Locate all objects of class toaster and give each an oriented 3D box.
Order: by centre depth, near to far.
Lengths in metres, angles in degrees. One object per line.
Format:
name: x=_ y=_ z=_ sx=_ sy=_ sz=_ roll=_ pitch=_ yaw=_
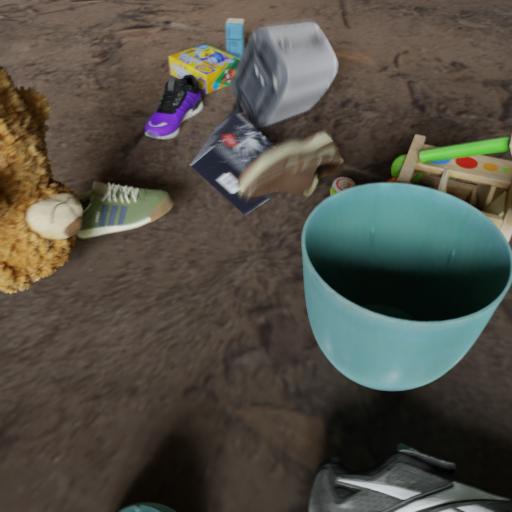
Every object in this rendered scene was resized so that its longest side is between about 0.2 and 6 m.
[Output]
toaster: x=0.548 y=-3.570 z=11.238 sx=1.543 sy=2.389 sz=1.358 roll=-22 pitch=78 yaw=-24

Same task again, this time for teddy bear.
teddy bear: x=-3.590 y=-1.572 z=7.759 sx=1.398 sy=4.186 sz=3.035 roll=-17 pitch=9 yaw=3

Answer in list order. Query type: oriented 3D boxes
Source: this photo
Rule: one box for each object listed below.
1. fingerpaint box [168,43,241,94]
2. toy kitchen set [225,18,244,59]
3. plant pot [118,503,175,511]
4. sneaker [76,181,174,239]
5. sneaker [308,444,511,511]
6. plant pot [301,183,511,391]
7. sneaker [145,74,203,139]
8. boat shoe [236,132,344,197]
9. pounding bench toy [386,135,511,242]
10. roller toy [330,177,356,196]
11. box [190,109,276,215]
fingerpaint box: x=-1.278 y=-4.841 z=14.357 sx=1.262 sy=0.555 sz=1.513 roll=-32 pitch=52 yaw=-29
toy kitchen set: x=0.038 y=-5.344 z=14.530 sx=1.781 sy=1.049 sz=1.427 roll=5 pitch=43 yaw=5
plant pot: x=-1.178 y=3.079 z=5.722 sx=1.241 sy=0.832 sz=1.241 roll=0 pitch=44 yaw=0
sneaker: x=-2.455 y=-0.900 z=9.507 sx=1.938 sy=0.870 sz=0.650 roll=-14 pitch=41 yaw=16
sneaker: x=1.964 y=2.670 z=6.030 sx=3.007 sy=0.999 sz=1.360 roll=0 pitch=46 yaw=3
plant pot: x=1.809 y=0.591 z=7.489 sx=2.534 sy=2.034 sz=2.534 roll=0 pitch=43 yaw=0
sneaker: x=-1.888 y=-3.428 z=12.504 sx=0.715 sy=1.023 sz=2.058 roll=16 pitch=45 yaw=16
boat shoe: x=0.715 y=-1.441 z=9.594 sx=2.316 sy=0.855 sz=0.857 roll=-31 pitch=79 yaw=-35
pounding bench toy: x=3.105 y=-1.134 z=8.919 sx=2.021 sy=2.591 sz=1.609 roll=16 pitch=46 yaw=16
roller toy: x=1.661 y=-1.236 z=10.671 sx=0.494 sy=0.346 sz=0.451 roll=17 pitch=53 yaw=6
box: x=-0.286 y=-1.724 z=10.279 sx=1.393 sy=0.725 sz=1.268 roll=41 pitch=45 yaw=-19
